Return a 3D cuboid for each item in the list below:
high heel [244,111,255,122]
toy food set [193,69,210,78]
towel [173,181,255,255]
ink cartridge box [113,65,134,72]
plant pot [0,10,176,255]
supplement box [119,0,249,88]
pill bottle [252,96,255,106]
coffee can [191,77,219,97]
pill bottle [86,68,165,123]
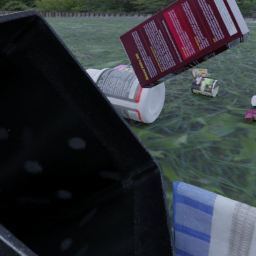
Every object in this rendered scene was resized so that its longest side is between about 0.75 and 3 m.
[{"bbox_3d":[3.995,-0.343,8.162,1.102,0.371,0.530,12,39,29],"label":"high heel"},{"bbox_3d":[3.349,-2.543,12.801,0.673,0.283,0.937,3,26,5],"label":"toy food set"},{"bbox_3d":[1.479,1.571,2.799,2.333,1.713,0.278,18,39,33],"label":"towel"},{"bbox_3d":[0.276,-2.425,12.468,1.975,0.415,1.179,15,30,25],"label":"ink cartridge box"},{"bbox_3d":[-1.278,0.817,2.942,2.480,2.795,2.788,-33,21,16],"label":"plant pot"},{"bbox_3d":[0.788,-1.323,4.113,1.637,0.891,0.498,-24,-4,22],"label":"supplement box"},{"bbox_3d":[4.544,-0.903,9.263,0.782,0.442,0.442,-1,26,-3],"label":"pill bottle"},{"bbox_3d":[2.847,-1.532,10.352,0.837,0.613,0.613,17,31,31],"label":"coffee can"},{"bbox_3d":[-0.244,-1.065,8.517,2.434,1.386,1.386,16,30,28],"label":"pill bottle"}]
